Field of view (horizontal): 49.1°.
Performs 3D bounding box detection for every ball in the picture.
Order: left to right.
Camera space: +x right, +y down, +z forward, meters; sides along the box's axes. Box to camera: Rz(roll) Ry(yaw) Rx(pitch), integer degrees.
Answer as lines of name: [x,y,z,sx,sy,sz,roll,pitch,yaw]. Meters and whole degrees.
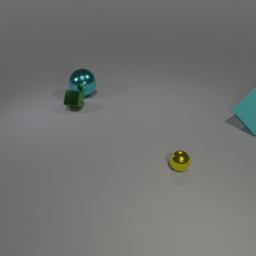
ball: [-2.298,-2.301,14.206,1.400,1.400,1.400,0,31,0]
ball: [1.740,1.084,9.328,0.700,0.700,0.700,0,31,0]

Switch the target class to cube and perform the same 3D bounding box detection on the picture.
cube: [-2.508,-1.335,13.055,0.700,0.700,0.700,7,-4,11]
cube: [5.401,-0.828,11.193,1.400,1.400,1.400,-25,71,-36]
